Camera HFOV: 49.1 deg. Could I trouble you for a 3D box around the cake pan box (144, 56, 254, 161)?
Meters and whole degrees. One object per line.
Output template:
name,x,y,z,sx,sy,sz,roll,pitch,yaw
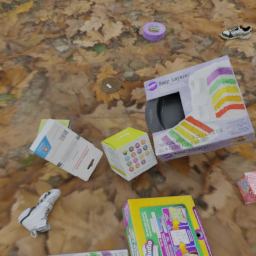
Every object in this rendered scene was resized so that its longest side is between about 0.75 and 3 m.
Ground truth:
cake pan box,1.992,-0.574,8.642,2.924,0.765,2.693,-14,62,17

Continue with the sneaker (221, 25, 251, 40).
sneaker,5.265,-4.706,13.637,1.449,0.635,0.548,-3,55,-1

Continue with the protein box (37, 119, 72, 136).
protein box,-2.565,0.307,9.816,1.010,0.687,1.018,1,53,1

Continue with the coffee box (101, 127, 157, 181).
coffee box,0.023,0.775,8.903,1.144,1.133,1.146,-28,22,-21

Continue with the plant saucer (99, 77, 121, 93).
plant saucer,-0.744,-1.836,11.786,0.933,0.137,0.933,0,54,0

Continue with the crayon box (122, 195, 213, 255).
crayon box,1.072,3.050,7.454,2.018,0.682,2.339,1,51,-20

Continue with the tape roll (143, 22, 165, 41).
tape roll,1.293,-4.775,13.860,1.089,0.357,1.089,0,52,0

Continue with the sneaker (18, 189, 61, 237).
sneaker,-2.440,2.513,8.277,1.421,0.534,0.817,-39,63,-20

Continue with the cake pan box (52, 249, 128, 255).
cake pan box,-1.087,4.350,6.800,2.612,0.683,2.406,-2,55,-2

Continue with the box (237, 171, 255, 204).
box,4.336,1.765,8.663,1.536,0.788,0.727,-7,53,-6

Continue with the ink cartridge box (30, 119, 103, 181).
ink cartridge box,-1.921,0.731,8.950,0.676,1.994,1.156,9,65,58

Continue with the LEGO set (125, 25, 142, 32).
LEGO set,0.291,-4.970,14.140,0.829,0.235,0.538,0,50,16
